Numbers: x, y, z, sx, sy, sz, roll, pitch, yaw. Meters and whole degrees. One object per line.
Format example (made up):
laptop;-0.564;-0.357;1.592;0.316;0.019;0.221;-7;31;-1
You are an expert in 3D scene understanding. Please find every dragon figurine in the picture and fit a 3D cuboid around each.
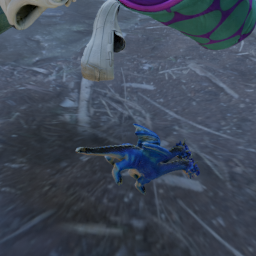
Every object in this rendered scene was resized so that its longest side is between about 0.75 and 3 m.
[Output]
dragon figurine;0.159;0.256;2.953;1.460;0.726;0.430;33;17;-34

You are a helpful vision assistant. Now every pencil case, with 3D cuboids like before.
pencil case;1.054;-2.008;4.239;1.375;1.266;2.975;40;24;24

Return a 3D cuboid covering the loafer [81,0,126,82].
loafer;-0.395;-1.814;5.790;0.723;0.725;2.073;12;65;0

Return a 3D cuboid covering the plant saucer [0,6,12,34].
plant saucer;-2.966;-2.431;6.125;2.490;0.479;2.490;-32;16;10

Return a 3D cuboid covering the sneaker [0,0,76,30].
sneaker;-1.032;-2.375;4.179;2.861;1.013;1.045;-12;16;43
